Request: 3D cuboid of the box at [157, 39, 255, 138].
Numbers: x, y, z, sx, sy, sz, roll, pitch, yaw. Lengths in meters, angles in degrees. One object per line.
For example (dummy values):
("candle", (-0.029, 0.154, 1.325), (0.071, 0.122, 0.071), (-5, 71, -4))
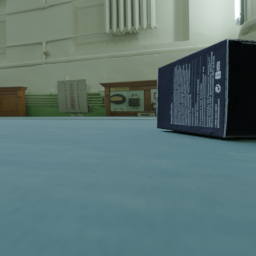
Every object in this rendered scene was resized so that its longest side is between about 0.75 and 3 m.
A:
("box", (1.796, -0.568, 5.012), (1.884, 1.328, 2.546), (0, 3, -17))
